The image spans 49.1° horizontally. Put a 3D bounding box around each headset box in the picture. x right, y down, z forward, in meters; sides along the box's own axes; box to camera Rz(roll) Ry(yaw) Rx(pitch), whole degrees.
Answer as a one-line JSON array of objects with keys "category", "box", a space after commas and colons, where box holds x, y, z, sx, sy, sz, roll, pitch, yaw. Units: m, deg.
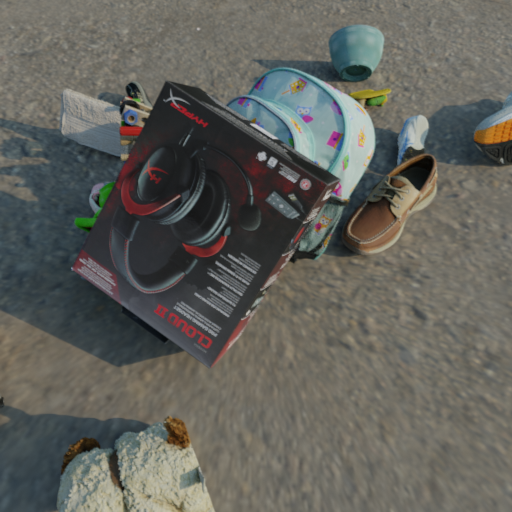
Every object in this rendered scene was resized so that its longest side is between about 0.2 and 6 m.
[{"category": "headset box", "box": [-0.869, -0.318, 8.532, 2.703, 3.637, 1.364, 35, 18, 7]}]

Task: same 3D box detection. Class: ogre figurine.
[{"category": "ogre figurine", "box": [-2.314, -0.451, 10.282, 1.639, 2.734, 1.342, 6, 7, 20]}]

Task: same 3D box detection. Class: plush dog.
[{"category": "plush dog", "box": [-1.612, 2.891, 7.102, 1.772, 1.655, 2.063, -19, 42, -14]}]

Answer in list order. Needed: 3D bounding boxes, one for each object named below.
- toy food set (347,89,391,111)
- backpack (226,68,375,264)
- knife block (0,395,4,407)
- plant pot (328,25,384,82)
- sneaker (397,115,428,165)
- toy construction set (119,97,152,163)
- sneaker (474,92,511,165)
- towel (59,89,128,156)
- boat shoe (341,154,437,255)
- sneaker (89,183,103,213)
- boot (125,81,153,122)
[{"category": "toy food set", "box": [2.737, -3.894, 14.152, 1.400, 0.457, 0.824, -15, 26, -16]}, {"category": "backpack", "box": [0.492, -1.754, 10.041, 2.688, 3.057, 2.344, 43, 17, 32]}, {"category": "knife block", "box": [-5.410, 1.846, 8.556, 3.168, 1.014, 2.781, 5, 47, 4]}, {"category": "plant pot", "box": [2.628, -5.223, 14.786, 1.456, 1.456, 0.976, 3, 76, 2]}, {"category": "sneaker", "box": [3.493, -2.470, 12.808, 0.634, 0.639, 1.763, 37, 57, -24]}, {"category": "toy construction set", "box": [-1.921, -2.354, 11.415, 1.655, 1.796, 2.154, -2, 10, -12]}, {"category": "sneaker", "box": [6.127, -3.183, 13.079, 3.440, 1.302, 1.582, -18, 43, -25]}, {"category": "towel", "box": [-3.639, -2.989, 12.620, 1.695, 1.123, 0.292, 19, 34, 5]}, {"category": "boat shoe", "box": [2.695, -1.137, 11.217, 1.099, 1.042, 2.902, 30, 55, 24]}, {"category": "sneaker", "box": [-3.120, -1.187, 11.471, 0.546, 0.758, 1.451, -16, 49, -10]}, {"category": "boot", "box": [-3.292, -3.536, 13.628, 1.413, 0.675, 1.871, -21, 51, -15]}]
